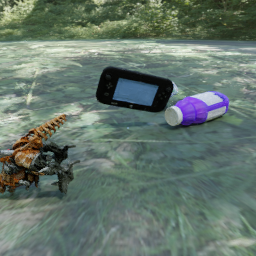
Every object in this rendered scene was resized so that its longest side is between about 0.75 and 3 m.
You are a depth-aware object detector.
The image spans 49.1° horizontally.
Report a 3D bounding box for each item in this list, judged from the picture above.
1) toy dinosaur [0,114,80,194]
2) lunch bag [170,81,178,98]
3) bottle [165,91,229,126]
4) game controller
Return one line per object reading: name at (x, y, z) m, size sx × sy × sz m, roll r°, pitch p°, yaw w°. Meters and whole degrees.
toy dinosaur at (-1.493, 0.527, 4.557) m, size 1.204 × 1.775 × 0.906 m, roll 23°, pitch 49°, yaw -35°
lunch bag at (1.257, -1.189, 9.460) m, size 0.842 × 0.397 × 1.051 m, roll -33°, pitch 8°, yaw 16°
bottle at (2.053, -0.563, 8.358) m, size 2.239 × 0.731 × 0.935 m, roll -17°, pitch 32°, yaw -37°
game controller at (0.187, -0.968, 7.341) m, size 2.009 × 1.048 × 0.423 m, roll 9°, pitch 25°, yaw -18°
